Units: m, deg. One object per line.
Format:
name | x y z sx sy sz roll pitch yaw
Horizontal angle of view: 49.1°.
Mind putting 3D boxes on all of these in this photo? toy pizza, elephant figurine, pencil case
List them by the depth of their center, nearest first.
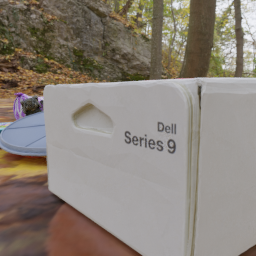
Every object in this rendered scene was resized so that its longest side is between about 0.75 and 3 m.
toy pizza | -1.039 0.067 5.200 2.526 0.400 2.526 -4 19 1
elephant figurine | -2.734 -0.617 7.988 0.760 0.979 0.693 12 42 23
pencil case | -2.980 -0.785 10.310 1.040 1.059 2.477 3 9 27

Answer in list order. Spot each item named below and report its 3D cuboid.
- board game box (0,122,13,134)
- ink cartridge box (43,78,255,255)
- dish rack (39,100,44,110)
board game box | -2.851 0.142 5.845 1.595 0.374 1.204 -5 9 -36
ink cartridge box | 0.778 0.098 2.976 2.765 1.210 2.009 -4 8 -39
dish rack | -2.762 -0.626 9.204 0.234 0.659 0.859 -41 10 33
